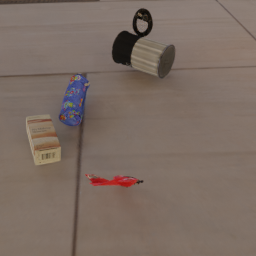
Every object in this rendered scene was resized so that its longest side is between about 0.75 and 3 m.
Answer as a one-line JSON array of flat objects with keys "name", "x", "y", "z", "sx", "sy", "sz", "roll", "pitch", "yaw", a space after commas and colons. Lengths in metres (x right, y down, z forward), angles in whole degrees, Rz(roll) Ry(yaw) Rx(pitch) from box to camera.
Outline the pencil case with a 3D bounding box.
[{"name": "pencil case", "x": -1.555, "y": -0.857, "z": 8.363, "sx": 0.712, "sy": 0.640, "sz": 1.641, "roll": -10, "pitch": 51, "yaw": 22}]

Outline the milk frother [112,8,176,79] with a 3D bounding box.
[{"name": "milk frother", "x": 0.766, "y": -2.930, "z": 9.568, "sx": 1.870, "sy": 1.988, "sz": 1.794, "roll": 25, "pitch": 24, "yaw": 24}]

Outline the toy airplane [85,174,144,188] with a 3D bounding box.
[{"name": "toy airplane", "x": -0.281, "y": 1.143, "z": 6.003, "sx": 1.303, "sy": 1.303, "sz": 0.240, "roll": 3, "pitch": 83, "yaw": 4}]

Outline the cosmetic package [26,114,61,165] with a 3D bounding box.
[{"name": "cosmetic package", "x": -2.216, "y": 0.274, "z": 7.299, "sx": 0.665, "sy": 0.561, "sz": 1.287, "roll": -10, "pitch": 45, "yaw": -26}]
